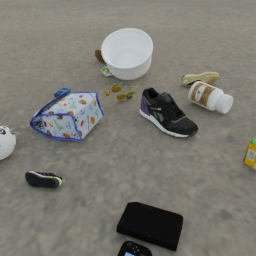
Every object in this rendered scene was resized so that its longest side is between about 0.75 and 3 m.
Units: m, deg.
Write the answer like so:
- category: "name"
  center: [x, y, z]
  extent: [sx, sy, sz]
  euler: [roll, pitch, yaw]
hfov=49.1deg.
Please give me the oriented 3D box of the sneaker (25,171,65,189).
- category: "sneaker"
  center: [-2.588, 1.609, 8.735]
  extent: [1.259, 0.451, 0.521]
  euler: [12, 12, 15]

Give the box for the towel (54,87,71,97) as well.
- category: "towel"
  center: [-3.200, -1.747, 13.644]
  extent: [0.466, 0.202, 0.834]
  euler: [14, 37, 20]

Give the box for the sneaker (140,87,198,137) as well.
- category: "sneaker"
  center: [1.532, -0.693, 11.169]
  extent: [1.104, 1.277, 2.916]
  euler: [-27, 43, -33]

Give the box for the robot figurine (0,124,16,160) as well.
- category: "robot figurine"
  center: [-4.869, 0.346, 9.685]
  extent: [2.012, 1.255, 1.512]
  euler: [16, 49, 22]

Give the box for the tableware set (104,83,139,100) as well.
- category: "tableware set"
  center: [-0.325, -1.648, 12.722]
  extent: [1.529, 1.030, 0.235]
  euler: [-5, 60, -30]

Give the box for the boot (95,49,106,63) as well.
- category: "boot"
  center: [-0.884, -4.476, 17.105]
  extent: [2.015, 0.773, 1.564]
  euler: [21, 37, 34]

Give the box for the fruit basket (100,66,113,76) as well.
- category: "fruit basket"
  center: [-1.063, -3.139, 15.524]
  extent: [0.716, 0.363, 0.773]
  euler: [-16, 41, -21]

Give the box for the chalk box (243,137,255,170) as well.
- category: "chalk box"
  center: [4.821, 0.716, 9.391]
  extent: [1.602, 0.996, 0.991]
  euler: [-27, 43, -31]

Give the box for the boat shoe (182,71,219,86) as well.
- category: "boat shoe"
  center: [3.748, -2.375, 14.279]
  extent: [1.919, 0.688, 0.731]
  euler: [-9, 49, 0]

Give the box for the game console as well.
- category: "game console"
  center: [0.328, 2.972, 6.728]
  extent: [1.590, 0.325, 2.696]
  euler: [11, 37, 16]

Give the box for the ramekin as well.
- category: "ramekin"
  center: [0.005, -3.865, 14.916]
  extent: [2.679, 1.306, 2.679]
  euler: [-2, 64, 5]

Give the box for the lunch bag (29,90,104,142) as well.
- category: "lunch bag"
  center: [-2.448, -0.558, 10.958]
  extent: [2.271, 1.406, 1.931]
  euler: [2, 32, 28]

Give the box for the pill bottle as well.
- category: "pill bottle"
  center: [3.639, -1.327, 12.327]
  extent: [0.997, 0.997, 1.744]
  euler: [-27, 43, -33]
